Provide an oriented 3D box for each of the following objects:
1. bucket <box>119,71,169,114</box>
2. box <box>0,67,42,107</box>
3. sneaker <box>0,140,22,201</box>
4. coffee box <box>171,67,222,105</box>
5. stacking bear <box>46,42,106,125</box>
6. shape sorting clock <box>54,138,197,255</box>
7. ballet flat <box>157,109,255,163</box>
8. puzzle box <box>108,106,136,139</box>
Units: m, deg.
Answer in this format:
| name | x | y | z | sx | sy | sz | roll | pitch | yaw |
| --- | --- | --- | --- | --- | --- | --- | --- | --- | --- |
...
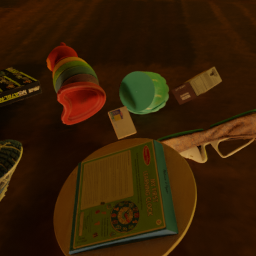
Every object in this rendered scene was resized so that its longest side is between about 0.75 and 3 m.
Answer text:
| name | x | y | z | sx | sy | sz | roll | pitch | yaw |
| --- | --- | --- | --- | --- | --- | --- | --- | --- | --- |
| bucket | 0.424 | -1.005 | 7.885 | 1.287 | 1.287 | 0.837 | 23 | 16 | 26 |
| box | -4.056 | -1.231 | 8.645 | 1.988 | 0.489 | 2.059 | -26 | 38 | -36 |
| sneaker | -2.711 | 1.060 | 5.578 | 0.705 | 0.779 | 1.829 | 23 | 60 | 2 |
| coffee box | 2.135 | -1.316 | 8.684 | 1.384 | 0.552 | 0.791 | -31 | 4 | -32 |
| stacking bear | -1.512 | -1.366 | 7.421 | 1.212 | 1.294 | 2.131 | -18 | 56 | -17 |
| shape sorting clock | -0.109 | 1.303 | 5.290 | 2.784 | 0.546 | 2.784 | -17 | 42 | 16 |
| ballet flat | 1.882 | 0.327 | 6.473 | 2.540 | 0.854 | 0.865 | -19 | -9 | 24 |
| puzzle box | -0.148 | -0.148 | 7.259 | 0.509 | 0.097 | 0.765 | -19 | 78 | -11 |
